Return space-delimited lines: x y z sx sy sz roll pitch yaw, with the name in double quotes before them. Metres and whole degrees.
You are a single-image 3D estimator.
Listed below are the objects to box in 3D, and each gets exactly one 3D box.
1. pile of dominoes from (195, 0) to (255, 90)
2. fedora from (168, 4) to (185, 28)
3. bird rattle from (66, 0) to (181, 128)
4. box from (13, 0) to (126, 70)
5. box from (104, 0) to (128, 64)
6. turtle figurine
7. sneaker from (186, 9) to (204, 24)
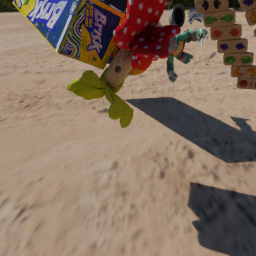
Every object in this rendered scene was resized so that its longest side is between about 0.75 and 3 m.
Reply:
"pile of dominoes" 2.349 -1.508 4.699 1.805 2.315 0.369 -15 35 39
"fedora" 1.641 -3.834 9.664 0.705 0.797 0.360 -20 22 -38
"bird rattle" -0.016 -1.338 5.059 1.363 2.419 1.973 30 36 -2
"box" -1.268 -2.293 5.413 0.962 1.048 2.992 11 27 -42
"box" -0.974 -3.743 9.483 1.641 2.795 2.748 -40 25 -12
"turtle figurine" 1.608 -2.419 8.516 1.170 1.740 2.325 43 30 4
"sneaker" 2.814 -4.297 10.610 1.186 0.523 0.446 -15 10 11
